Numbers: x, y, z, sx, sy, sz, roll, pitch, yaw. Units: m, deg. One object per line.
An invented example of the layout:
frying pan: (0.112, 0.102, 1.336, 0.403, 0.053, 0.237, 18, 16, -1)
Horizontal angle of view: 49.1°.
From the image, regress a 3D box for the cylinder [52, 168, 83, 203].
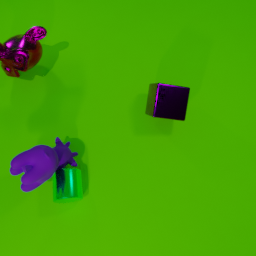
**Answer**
cylinder: (-1.460, 1.401, 6.764, 0.704, 0.704, 0.704, -7, 68, -3)

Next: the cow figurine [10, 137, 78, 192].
cow figurine: (-1.820, 0.736, 6.415, 1.622, 1.648, 0.905, -33, 84, -30)

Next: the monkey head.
monkey head: (-3.085, -2.139, 7.586, 1.930, 1.389, 1.163, -22, 41, 37)

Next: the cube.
cube: (1.007, -0.690, 7.308, 0.854, 0.854, 0.854, 7, 97, -11)
